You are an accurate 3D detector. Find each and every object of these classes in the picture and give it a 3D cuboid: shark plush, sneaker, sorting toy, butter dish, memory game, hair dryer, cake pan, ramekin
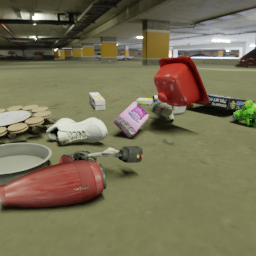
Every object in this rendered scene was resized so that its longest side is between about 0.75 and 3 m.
[{"bbox_3d":[1.455,-1.235,11.555,0.942,1.028,2.263,6,41,0],"label":"shark plush"},{"bbox_3d":[-1.628,0.203,8.663,2.096,0.817,1.042,-1,20,30],"label":"sneaker"},{"bbox_3d":[2.502,-1.407,15.035,1.853,0.333,2.487,-2,20,-6],"label":"sorting toy"},{"bbox_3d":[1.534,-1.337,9.419,1.320,1.786,1.781,-40,27,-19],"label":"butter dish"},{"bbox_3d":[-4.091,-0.270,9.506,2.966,0.189,2.966,-5,21,2],"label":"memory game"},{"bbox_3d":[-1.258,1.049,6.017,2.274,0.811,2.986,-9,2,39],"label":"hair dryer"},{"bbox_3d":[-2.893,0.850,6.843,2.023,0.371,2.023,0,16,0],"label":"cake pan"},{"bbox_3d":[1.978,-1.097,13.030,1.576,0.734,1.576,1,16,0],"label":"ramekin"}]

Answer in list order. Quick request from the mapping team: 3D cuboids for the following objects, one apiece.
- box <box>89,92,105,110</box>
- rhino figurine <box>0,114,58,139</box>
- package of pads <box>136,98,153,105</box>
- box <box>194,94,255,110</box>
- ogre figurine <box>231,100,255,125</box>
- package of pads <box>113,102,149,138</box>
[{"bbox_3d":[-1.630,-1.424,14.618,0.537,0.502,2.593,-4,16,-13],"label":"box"},{"bbox_3d":[-3.480,-0.162,9.856,2.103,0.629,0.920,-15,21,-32],"label":"rhino figurine"},{"bbox_3d":[0.897,-1.432,15.059,0.836,0.285,0.646,4,16,15],"label":"package of pads"},{"bbox_3d":[4.382,-1.268,13.335,2.312,0.574,2.295,-1,12,-40],"label":"box"},{"bbox_3d":[4.949,-0.622,10.871,1.164,0.952,1.941,-14,22,-31],"label":"ogre figurine"},{"bbox_3d":[0.148,-0.298,9.603,0.811,0.509,1.346,45,36,-1],"label":"package of pads"}]
